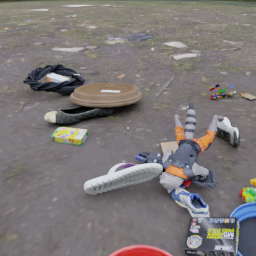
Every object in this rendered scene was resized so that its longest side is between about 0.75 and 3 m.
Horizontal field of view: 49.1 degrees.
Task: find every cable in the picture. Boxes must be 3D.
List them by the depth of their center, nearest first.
[{"bbox_3d":[-3.327,-2.268,12.551,2.660,0.676,2.170,-7,44,-26],"label":"cable"}]

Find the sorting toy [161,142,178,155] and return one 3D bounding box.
[{"bbox_3d":[1.741,0.688,8.600,1.358,0.200,1.004,-5,26,-1],"label":"sorting toy"}]

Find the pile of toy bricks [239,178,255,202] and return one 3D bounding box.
[{"bbox_3d":[2.964,1.599,6.519,0.649,0.729,1.315,-3,21,3],"label":"pile of toy bricks"}]

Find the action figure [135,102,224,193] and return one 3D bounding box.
[{"bbox_3d":[1.228,0.546,7.332,2.353,1.231,2.276,9,60,25],"label":"action figure"}]

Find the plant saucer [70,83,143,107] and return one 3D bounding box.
[{"bbox_3d":[-0.875,-1.407,11.373,2.953,0.435,2.953,0,20,0],"label":"plant saucer"}]

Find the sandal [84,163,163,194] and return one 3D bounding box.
[{"bbox_3d":[-0.146,1.120,6.943,2.008,0.817,0.493,-15,56,-1],"label":"sandal"}]

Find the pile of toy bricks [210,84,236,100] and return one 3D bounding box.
[{"bbox_3d":[4.021,-1.556,12.160,1.131,0.628,0.558,-15,-6,-5],"label":"pile of toy bricks"}]

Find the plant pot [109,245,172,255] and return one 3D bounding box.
[{"bbox_3d":[0.206,2.734,4.108,1.450,1.283,1.450,0,30,0],"label":"plant pot"}]

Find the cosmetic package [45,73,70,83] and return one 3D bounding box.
[{"bbox_3d":[-3.201,-2.055,12.804,1.208,0.613,0.430,21,37,32],"label":"cosmetic package"}]

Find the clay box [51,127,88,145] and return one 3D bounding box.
[{"bbox_3d":[-1.929,0.257,9.271,1.067,0.254,0.613,5,33,12],"label":"clay box"}]

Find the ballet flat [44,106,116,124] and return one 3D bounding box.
[{"bbox_3d":[-1.741,-0.681,10.328,2.668,0.758,0.887,-13,33,-22],"label":"ballet flat"}]

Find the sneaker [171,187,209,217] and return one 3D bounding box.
[{"bbox_3d":[1.487,1.678,6.624,0.453,0.531,1.204,-19,34,-26],"label":"sneaker"}]

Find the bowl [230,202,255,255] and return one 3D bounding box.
[{"bbox_3d":[2.981,2.330,5.658,1.930,0.379,1.930,0,31,0],"label":"bowl"}]

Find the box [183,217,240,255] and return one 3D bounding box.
[{"bbox_3d":[1.689,2.176,5.636,1.009,0.223,0.808,-12,28,32],"label":"box"}]

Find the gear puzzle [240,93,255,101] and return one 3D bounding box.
[{"bbox_3d":[5.157,-1.365,12.165,0.413,0.104,0.797,-19,33,-25],"label":"gear puzzle"}]

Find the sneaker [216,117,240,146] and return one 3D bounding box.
[{"bbox_3d":[3.218,0.170,9.209,0.619,0.577,1.562,-11,25,0],"label":"sneaker"}]
